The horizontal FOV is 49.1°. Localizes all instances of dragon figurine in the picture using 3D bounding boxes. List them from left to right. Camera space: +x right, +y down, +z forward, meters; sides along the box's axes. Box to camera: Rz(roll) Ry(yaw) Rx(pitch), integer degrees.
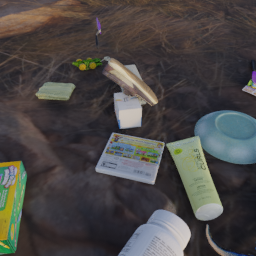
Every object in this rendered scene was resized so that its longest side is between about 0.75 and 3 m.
[{"bbox_3d":[2.838,3.038,6.093,1.234,0.731,2.483,-23,48,-23],"label":"dragon figurine"}]

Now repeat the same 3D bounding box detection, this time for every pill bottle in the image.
[{"bbox_3d":[0.440,2.850,5.963,1.184,1.184,2.089,25,48,25],"label":"pill bottle"}]

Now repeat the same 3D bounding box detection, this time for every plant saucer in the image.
[{"bbox_3d":[3.616,0.087,9.538,2.611,0.503,2.611,0,41,0],"label":"plant saucer"}]

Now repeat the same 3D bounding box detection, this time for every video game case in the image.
[{"bbox_3d":[0.111,0.904,8.848,1.817,0.208,1.654,10,43,12],"label":"video game case"}]

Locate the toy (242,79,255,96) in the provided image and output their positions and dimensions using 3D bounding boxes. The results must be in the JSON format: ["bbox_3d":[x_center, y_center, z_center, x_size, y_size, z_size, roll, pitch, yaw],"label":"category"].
[{"bbox_3d":[5.878,-1.488,11.270,2.098,0.495,1.208,32,51,30],"label":"toy"}]

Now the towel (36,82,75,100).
[{"bbox_3d":[-2.961,-1.530,11.490,1.396,0.255,1.036,6,44,7],"label":"towel"}]

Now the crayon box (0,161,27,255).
[{"bbox_3d":[-3.542,2.008,7.242,1.429,0.701,2.407,-5,42,-6],"label":"crayon box"}]

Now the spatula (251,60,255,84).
[{"bbox_3d":[5.707,-2.495,12.383,0.766,0.279,2.711,21,35,0],"label":"spatula"}]

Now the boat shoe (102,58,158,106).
[{"bbox_3d":[0.078,-1.493,9.848,2.237,0.725,0.805,39,21,-15],"label":"boat shoe"}]

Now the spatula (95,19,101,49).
[{"bbox_3d":[-0.978,-3.050,9.163,0.155,0.426,1.509,-2,51,0],"label":"spatula"}]

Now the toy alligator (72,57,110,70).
[{"bbox_3d":[-1.670,-2.940,12.943,1.851,0.445,0.614,-12,43,-22],"label":"toy alligator"}]

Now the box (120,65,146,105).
[{"bbox_3d":[0.128,-1.778,11.438,0.828,0.689,2.015,-8,42,-8],"label":"box"}]

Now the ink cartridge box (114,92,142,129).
[{"bbox_3d":[-0.020,-0.667,10.067,0.814,0.828,1.125,-7,40,-8],"label":"ink cartridge box"}]

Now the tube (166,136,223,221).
[{"bbox_3d":[1.894,1.261,8.119,0.822,0.736,2.834,20,34,-19],"label":"tube"}]
